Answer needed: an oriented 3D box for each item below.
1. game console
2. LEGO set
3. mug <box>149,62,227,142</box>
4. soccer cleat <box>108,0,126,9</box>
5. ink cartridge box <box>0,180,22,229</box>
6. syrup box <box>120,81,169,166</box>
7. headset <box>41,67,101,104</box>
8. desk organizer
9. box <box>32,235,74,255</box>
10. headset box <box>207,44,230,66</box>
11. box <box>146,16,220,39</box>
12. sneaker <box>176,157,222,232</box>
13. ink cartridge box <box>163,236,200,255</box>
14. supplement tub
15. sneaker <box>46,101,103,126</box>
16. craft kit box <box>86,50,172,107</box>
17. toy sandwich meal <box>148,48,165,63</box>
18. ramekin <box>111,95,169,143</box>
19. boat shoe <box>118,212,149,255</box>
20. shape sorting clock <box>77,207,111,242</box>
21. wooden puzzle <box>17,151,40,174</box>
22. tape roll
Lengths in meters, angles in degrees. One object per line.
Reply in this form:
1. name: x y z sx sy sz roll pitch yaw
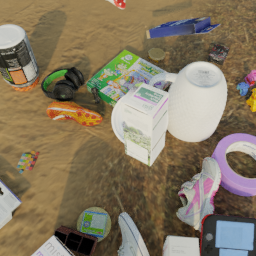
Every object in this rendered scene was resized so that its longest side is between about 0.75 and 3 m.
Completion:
1. game console: 3.096 3.524 8.273 2.037 0.316 1.801 8 77 -8
2. LEGO set: 5.440 -1.539 11.877 0.905 0.974 2.373 -13 57 -8
3. mug: 2.193 -1.178 10.631 2.994 2.625 2.211 16 57 11
4. soccer cleat: -0.649 -4.892 10.377 1.385 0.590 0.475 43 62 -8
5. ink cartridge box: -4.882 2.661 9.363 2.006 0.408 2.010 36 63 22
6. syrup box: 0.459 -0.049 7.529 0.895 2.273 0.926 25 56 22
7. headset: -2.465 -1.746 12.223 2.735 1.285 1.689 12 54 26
8. desk organizer: -1.644 3.486 8.656 1.301 0.501 0.466 15 87 10
9. box: -1.252 4.325 7.063 2.660 2.347 1.286 38 64 22
10. headset box: 4.382 -3.527 13.574 0.785 0.396 1.056 24 59 15
11. box: 1.978 -3.616 10.047 2.300 0.373 1.393 9 33 36
12. sneaker: 2.341 2.057 9.382 1.158 1.068 2.625 17 57 9
13. ink cartridge box: 1.442 4.185 7.662 0.906 1.504 2.070 2 56 1
14. supplement tub: -4.721 -2.845 11.799 1.576 2.572 1.576 0 56 -1
15. sneaker: -2.133 -0.706 11.426 2.332 0.851 0.899 14 46 6
16. craft kit box: 0.090 -2.000 12.431 2.768 0.671 2.734 33 59 20
17. toy sandwich meal: 1.378 -3.554 13.674 0.908 0.311 0.908 1 58 -2
18. ramekin: 0.510 -0.279 10.560 2.096 1.022 2.096 -1 83 12
19. boat shoe: 0.107 3.770 8.399 0.844 0.857 2.418 -19 65 -16
20. shape sorting clock: -1.107 3.148 9.148 1.114 0.219 1.114 0 56 0
21. wooden puzzle: -3.779 1.266 10.518 0.600 0.071 1.012 10 56 7
22. tape roll: 4.171 1.292 10.115 2.197 0.721 2.197 0 55 0
